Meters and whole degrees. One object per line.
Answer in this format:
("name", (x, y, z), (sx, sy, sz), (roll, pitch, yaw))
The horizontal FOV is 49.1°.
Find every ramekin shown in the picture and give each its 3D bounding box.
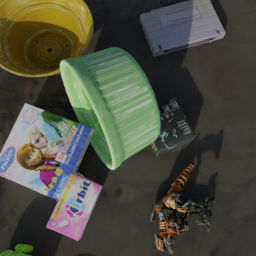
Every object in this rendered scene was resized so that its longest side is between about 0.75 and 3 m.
("ramekin", (-0.420, -0.544, 6.817), (1.374, 2.813, 2.813), (-26, 75, -16))

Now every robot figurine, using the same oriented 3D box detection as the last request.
("robot figurine", (-2.623, 3.357, 6.629), (1.266, 0.733, 1.111), (13, 73, 4))

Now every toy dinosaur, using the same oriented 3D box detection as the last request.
("toy dinosaur", (1.344, 1.998, 6.956), (1.465, 1.103, 2.159), (12, 94, 20))

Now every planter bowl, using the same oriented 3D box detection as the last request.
("planter bowl", (-2.425, -2.563, 8.182), (2.973, 1.238, 2.973), (0, 74, 0))

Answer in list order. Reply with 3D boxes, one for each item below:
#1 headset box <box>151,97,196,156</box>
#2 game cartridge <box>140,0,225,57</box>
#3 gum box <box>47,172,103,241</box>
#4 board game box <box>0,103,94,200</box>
("headset box", (1.080, 0.014, 7.716), (1.136, 0.605, 1.305), (-23, 75, -8))
("game cartridge", (1.678, -3.218, 8.835), (2.337, 0.449, 1.515), (-16, 70, -5))
("gum box", (-1.237, 1.829, 6.728), (0.806, 0.470, 1.420), (22, 78, 4))
("board game box", (-2.248, 0.613, 7.513), (2.048, 0.422, 2.053), (20, 78, 9))
